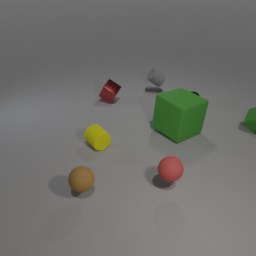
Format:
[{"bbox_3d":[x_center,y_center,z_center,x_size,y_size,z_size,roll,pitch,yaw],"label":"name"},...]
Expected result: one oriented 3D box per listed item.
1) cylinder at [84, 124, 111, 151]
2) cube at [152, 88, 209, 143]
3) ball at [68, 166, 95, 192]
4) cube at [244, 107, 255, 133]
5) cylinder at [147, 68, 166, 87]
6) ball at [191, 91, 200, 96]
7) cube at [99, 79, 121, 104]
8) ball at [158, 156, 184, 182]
[{"bbox_3d":[-1.071,0.330,9.877,0.700,0.700,0.700,-20,40,-31],"label":"cylinder"},{"bbox_3d":[1.938,-0.524,10.571,1.400,1.400,1.400,-19,39,-34],"label":"cube"},{"bbox_3d":[-1.241,1.363,7.478,0.700,0.700,0.700,0,29,0],"label":"ball"},{"bbox_3d":[4.990,-0.331,10.642,0.700,0.700,0.700,-57,15,-22],"label":"cube"},{"bbox_3d":[1.433,-2.549,14.148,0.700,0.700,0.700,31,19,-25],"label":"cylinder"},{"bbox_3d":[2.987,-1.341,12.923,0.700,0.700,0.700,0,29,0],"label":"ball"},{"bbox_3d":[-0.848,-1.732,13.219,0.700,0.700,0.700,32,48,-5],"label":"cube"},{"bbox_3d":[1.165,1.114,7.632,0.700,0.700,0.700,0,29,0],"label":"ball"}]
